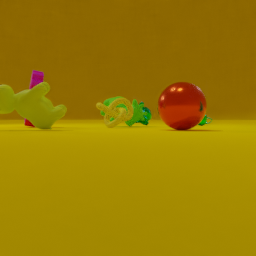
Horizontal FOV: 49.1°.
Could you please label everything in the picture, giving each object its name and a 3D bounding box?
[{"bbox_3d":[-0.412,-0.463,8.968,1.233,0.570,1.153,2,39,-5],"label":"knot shape"},{"bbox_3d":[0.512,-0.461,10.665,0.769,0.644,1.069,-5,-41,16],"label":"monkey head"},{"bbox_3d":[-2.556,-0.497,7.008,1.569,1.594,0.875,-35,16,4],"label":"cow figurine"},{"bbox_3d":[1.346,-0.548,7.024,1.213,1.213,1.213,0,2,0],"label":"ball"},{"bbox_3d":[2.956,-0.476,11.796,1.208,0.592,0.751,22,17,11],"label":"teapot"},{"bbox_3d":[-0.136,-0.680,10.362,1.677,0.936,1.704,-17,31,14],"label":"cow figurine"},{"bbox_3d":[-3.216,-0.995,9.565,0.346,1.873,1.873,9,-2,-22],"label":"gear"}]
